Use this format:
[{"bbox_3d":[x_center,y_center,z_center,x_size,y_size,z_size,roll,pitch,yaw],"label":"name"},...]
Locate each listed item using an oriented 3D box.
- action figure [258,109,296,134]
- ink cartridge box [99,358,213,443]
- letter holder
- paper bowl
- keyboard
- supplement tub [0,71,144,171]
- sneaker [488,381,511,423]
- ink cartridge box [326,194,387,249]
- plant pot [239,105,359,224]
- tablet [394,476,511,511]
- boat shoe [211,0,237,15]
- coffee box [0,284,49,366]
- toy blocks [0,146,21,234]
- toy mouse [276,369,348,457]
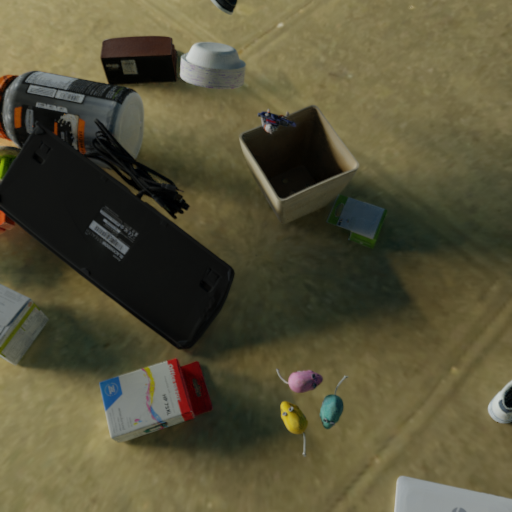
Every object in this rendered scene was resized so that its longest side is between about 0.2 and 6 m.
[{"bbox_3d":[0.364,-2.279,9.623,0.673,0.352,0.651,22,43,7],"label":"action figure"},{"bbox_3d":[-1.725,2.462,9.764,1.742,0.586,1.012,-17,65,-9],"label":"ink cartridge box"},{"bbox_3d":[-2.752,-4.817,13.314,1.640,0.825,1.165,-3,62,-1],"label":"letter holder"},{"bbox_3d":[-0.868,-3.903,11.392,1.322,0.688,1.322,7,32,-4],"label":"paper bowl"},{"bbox_3d":[-2.485,-0.627,10.847,4.975,0.986,2.589,37,98,5],"label":"keyboard"},{"bbox_3d":[-3.960,-2.881,11.812,2.849,1.746,1.746,12,64,7],"label":"supplement tub"},{"bbox_3d":[4.890,2.276,9.827,1.822,0.645,0.665,-37,69,-17],"label":"sneaker"},{"bbox_3d":[2.046,-0.722,11.482,1.058,0.401,0.782,21,66,12],"label":"ink cartridge box"},{"bbox_3d":[0.788,-1.658,11.315,1.739,1.540,1.737,-24,66,-13],"label":"plant pot"},{"bbox_3d":[3.255,4.446,9.025,2.063,0.141,1.342,11,64,5],"label":"tablet"},{"bbox_3d":[-0.646,-4.956,9.661,0.653,0.521,1.726,0,63,-49],"label":"boat shoe"},{"bbox_3d":[-4.634,1.194,10.148,1.049,1.038,1.050,24,66,12],"label":"coffee box"},{"bbox_3d":[-5.698,-0.909,11.278,2.140,0.932,2.568,-2,63,-1],"label":"toy blocks"},{"bbox_3d":[0.836,2.022,7.921,1.125,0.245,1.266,-31,82,2],"label":"toy mouse"}]
